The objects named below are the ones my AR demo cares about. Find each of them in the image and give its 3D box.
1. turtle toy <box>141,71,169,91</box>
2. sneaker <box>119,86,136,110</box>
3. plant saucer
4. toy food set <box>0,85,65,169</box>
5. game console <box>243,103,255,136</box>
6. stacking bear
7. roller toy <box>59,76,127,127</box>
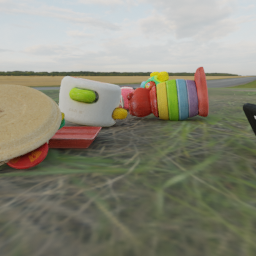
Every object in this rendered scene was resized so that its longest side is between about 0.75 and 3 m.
[{"bbox_3d":[1.317,-1.500,12.370,1.257,1.813,2.487,-22,15,-9],"label":"turtle toy"},{"bbox_3d":[-0.830,-1.110,12.309,2.963,1.092,1.285,1,24,23],"label":"sneaker"},{"bbox_3d":[-1.356,0.203,6.236,1.397,0.256,1.394,0,10,2],"label":"plant saucer"},{"bbox_3d":[-2.325,-0.056,4.934,2.342,0.576,2.366,13,35,12],"label":"toy food set"},{"bbox_3d":[3.013,0.086,4.990,0.978,1.478,1.681,-28,7,7],"label":"game console"},{"bbox_3d":[1.311,-0.970,9.672,2.671,1.622,1.519,-5,49,9],"label":"stacking bear"},{"bbox_3d":[-1.139,-0.737,8.392,1.947,1.360,1.776,2,13,-40],"label":"roller toy"}]
